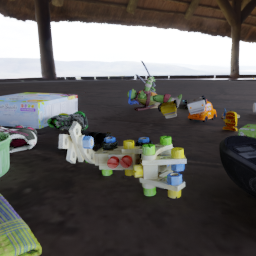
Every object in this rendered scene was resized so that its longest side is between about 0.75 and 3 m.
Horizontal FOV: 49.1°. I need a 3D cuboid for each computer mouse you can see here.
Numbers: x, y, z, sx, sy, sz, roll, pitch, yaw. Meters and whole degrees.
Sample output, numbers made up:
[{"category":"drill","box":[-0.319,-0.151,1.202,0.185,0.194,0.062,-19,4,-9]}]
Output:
[{"category":"computer mouse","box":[2.020,0.787,3.815,1.547,0.589,2.235,-3,23,-14]}]

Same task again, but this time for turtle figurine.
[{"category":"turtle figurine","box":[1.223,-1.755,12.216,2.228,1.654,2.298,18,56,-2]}]

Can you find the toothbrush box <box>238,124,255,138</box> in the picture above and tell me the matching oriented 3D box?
[{"category":"toothbrush box","box":[3.131,0.258,6.239,1.135,0.489,0.827,8,14,36]}]

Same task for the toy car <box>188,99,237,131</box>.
[{"category":"toy car","box":[2.977,-0.515,9.241,1.128,0.765,2.299,-7,13,-28]}]

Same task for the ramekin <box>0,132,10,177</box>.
[{"category":"ramekin","box":[-2.669,0.497,4.765,1.294,0.632,1.294,0,12,0]}]

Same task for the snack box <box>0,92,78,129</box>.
[{"category":"snack box","box":[-3.318,-0.694,9.756,2.234,0.897,2.649,4,14,15]}]

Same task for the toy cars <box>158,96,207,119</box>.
[{"category":"toy cars","box":[1.844,-0.654,9.556,1.161,0.574,2.591,-19,9,-28]}]

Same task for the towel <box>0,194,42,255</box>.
[{"category":"towel","box":[-2.085,1.079,3.009,1.570,0.249,2.186,-10,17,-43]}]

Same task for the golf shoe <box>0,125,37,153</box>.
[{"category":"golf shoe","box":[-2.822,0.245,6.125,1.590,0.614,0.701,-4,20,-16]}]

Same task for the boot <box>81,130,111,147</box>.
[{"category":"boot","box":[-0.762,0.260,6.494,0.714,0.359,0.955,7,1,-2]}]

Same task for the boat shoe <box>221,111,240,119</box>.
[{"category":"boat shoe","box":[3.772,-0.489,10.223,0.780,0.297,0.279,-6,13,-25]}]

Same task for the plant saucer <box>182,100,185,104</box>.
[{"category":"plant saucer","box":[3.196,-1.120,13.446,0.795,0.216,2.273,0,11,0]}]

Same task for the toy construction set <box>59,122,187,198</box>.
[{"category":"toy construction set","box":[-0.077,0.485,4.450,2.014,0.928,1.321,14,15,10]}]

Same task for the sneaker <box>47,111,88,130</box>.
[{"category":"sneaker","box":[-1.764,-0.138,8.243,1.466,0.572,0.624,-2,16,36]}]

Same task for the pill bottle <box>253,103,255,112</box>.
[{"category":"pill bottle","box":[5.529,-0.810,11.321,0.828,0.473,0.473,2,12,12]}]

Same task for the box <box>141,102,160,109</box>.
[{"category":"box","box":[1.044,-1.095,12.988,0.853,0.332,0.405,-7,14,-31]}]
